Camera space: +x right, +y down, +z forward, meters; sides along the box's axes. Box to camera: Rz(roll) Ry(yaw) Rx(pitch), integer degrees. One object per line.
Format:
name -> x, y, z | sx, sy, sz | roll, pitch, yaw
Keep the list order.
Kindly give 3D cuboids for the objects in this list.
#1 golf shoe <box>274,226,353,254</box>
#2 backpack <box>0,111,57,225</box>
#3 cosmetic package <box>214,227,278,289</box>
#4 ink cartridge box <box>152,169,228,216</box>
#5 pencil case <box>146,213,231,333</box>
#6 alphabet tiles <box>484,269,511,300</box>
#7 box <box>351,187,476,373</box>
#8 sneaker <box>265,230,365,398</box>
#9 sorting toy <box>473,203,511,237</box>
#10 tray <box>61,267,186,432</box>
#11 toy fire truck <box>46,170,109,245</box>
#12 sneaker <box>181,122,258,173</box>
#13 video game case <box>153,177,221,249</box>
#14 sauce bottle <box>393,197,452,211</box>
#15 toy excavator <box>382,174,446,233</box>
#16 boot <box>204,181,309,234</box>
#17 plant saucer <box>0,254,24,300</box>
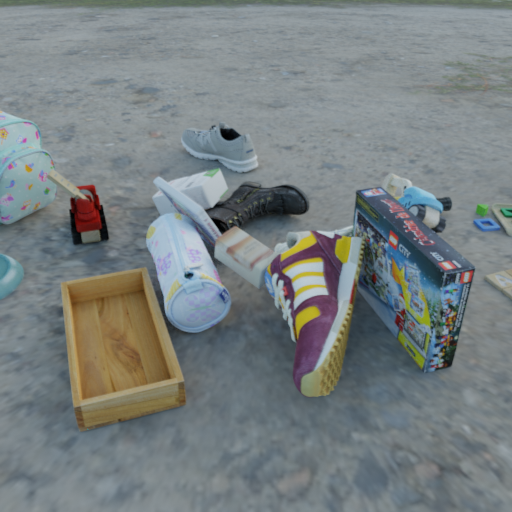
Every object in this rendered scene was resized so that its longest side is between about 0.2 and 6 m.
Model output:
golf shoe -> 1.329, -0.227, 10.049 | 2.136, 0.836, 1.039 | -12, 29, -21
backpack -> -5.073, -1.778, 11.224 | 1.615, 2.107, 1.852 | 18, 35, 26
cosmetic package -> -0.144, 0.011, 8.793 | 0.962, 0.420, 0.497 | 33, 49, 24
ink cartridge box -> -1.360, -1.286, 11.572 | 1.261, 0.532, 0.921 | -10, 26, 28
pencil case -> -1.172, 0.199, 9.070 | 0.972, 1.061, 2.339 | -31, 34, 0
alphabet tiles -> 5.549, 0.635, 9.296 | 2.579, 0.097, 2.155 | -13, 34, -19
box -> 2.173, 0.261, 8.375 | 0.470, 1.703, 2.493 | -10, 34, -15
sneaker -> 0.692, 0.721, 8.066 | 1.376, 1.145, 3.055 | 10, 37, 12
sorting toy -> 5.519, -0.791, 11.364 | 2.165, 0.295, 1.219 | 3, 32, 4
tray -> -1.994, 1.189, 8.052 | 1.357, 0.510, 2.752 | -10, 34, -16
toy fire truck -> -3.416, -1.072, 10.747 | 0.916, 1.423, 1.253 | -9, 34, -15
sneaker -> -0.906, -2.940, 14.089 | 2.481, 1.017, 0.927 | 25, 40, 33
video game case -> -1.120, -0.668, 10.232 | 0.180, 1.424, 1.563 | -45, 46, -10
sauce bottle -> 3.307, -1.021, 11.559 | 1.465, 0.474, 0.474 | -6, 33, -7
toy excavator -> 2.991, -1.072, 10.879 | 0.726, 1.413, 1.454 | 20, 68, -24
boot -> -0.101, -0.853, 11.230 | 1.944, 0.673, 1.692 | 11, 35, 33
plant saucer -> -4.893, 0.374, 9.593 | 1.694, 0.232, 1.694 | 1, 32, 0
